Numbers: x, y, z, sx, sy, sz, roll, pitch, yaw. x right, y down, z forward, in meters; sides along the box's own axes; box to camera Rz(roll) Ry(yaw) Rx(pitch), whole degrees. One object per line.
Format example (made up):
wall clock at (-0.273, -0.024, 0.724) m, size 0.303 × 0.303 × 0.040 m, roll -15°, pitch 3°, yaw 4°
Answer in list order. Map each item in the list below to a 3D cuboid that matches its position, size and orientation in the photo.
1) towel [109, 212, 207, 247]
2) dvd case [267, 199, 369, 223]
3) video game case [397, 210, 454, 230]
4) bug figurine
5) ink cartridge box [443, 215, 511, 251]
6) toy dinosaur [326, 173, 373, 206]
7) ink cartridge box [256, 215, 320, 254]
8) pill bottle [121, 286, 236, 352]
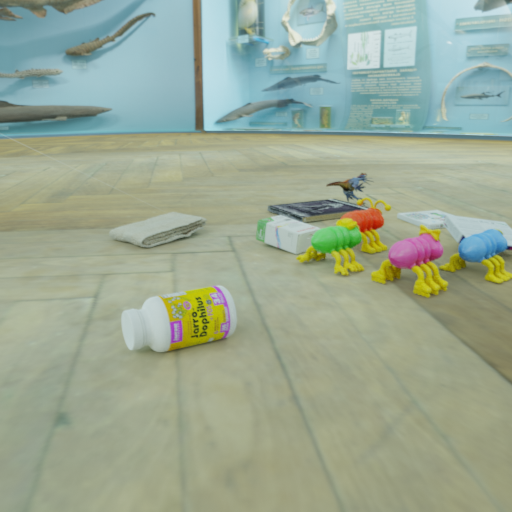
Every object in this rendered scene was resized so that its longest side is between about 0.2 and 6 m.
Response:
towel at (-2.101, -0.576, 12.186) m, size 1.245 × 0.324 × 1.878 m, roll 12°, pitch 23°, yaw 42°
dvd case at (1.657, -1.200, 14.653) m, size 2.230 × 0.178 × 1.658 m, roll -9°, pitch 19°, yaw -29°
video game case at (4.296, -0.890, 13.629) m, size 1.192 × 0.155 × 1.309 m, roll -5°, pitch 17°, yaw -18°
bug figurine at (2.560, -0.274, 10.094) m, size 3.673 × 0.945 × 2.848 m, roll 16°, pitch 23°, yaw 42°
ink cartridge box at (4.450, -0.379, 10.879) m, size 1.265 × 0.279 × 1.289 m, roll 7°, pitch 27°, yaw -4°
toy dinosaur at (2.576, -1.978, 14.877) m, size 1.470 × 0.772 × 1.334 m, roll 31°, pitch 24°, yaw -16°
ink cartridge box at (0.650, -0.440, 11.326) m, size 1.064 × 0.447 × 0.771 m, roll 22°, pitch 24°, yaw 36°
pill bottle at (-0.950, 0.793, 6.907) m, size 1.308 × 0.682 × 0.682 m, roll -9°, pitch 19°, yaw -28°
